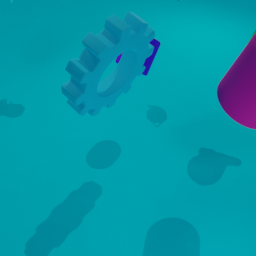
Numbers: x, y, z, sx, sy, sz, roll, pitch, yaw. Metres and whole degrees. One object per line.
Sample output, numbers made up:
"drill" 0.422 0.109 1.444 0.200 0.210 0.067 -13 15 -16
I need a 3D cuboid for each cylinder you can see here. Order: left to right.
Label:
"cylinder" 0.226 -1.746 6.492 0.820 0.820 0.820 22 12 -5
"cylinder" 2.123 -0.729 4.245 1.132 1.132 1.132 7 57 -10

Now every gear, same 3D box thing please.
"gear" -0.298 -1.052 4.940 0.354 1.914 1.914 42 58 15

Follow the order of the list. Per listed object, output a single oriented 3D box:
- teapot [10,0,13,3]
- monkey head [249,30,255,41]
"teapot" -2.960 -3.878 7.267 0.851 0.670 1.369 -8 61 43
"monkey head" 3.250 -1.699 6.027 1.304 1.812 1.092 22 38 8
